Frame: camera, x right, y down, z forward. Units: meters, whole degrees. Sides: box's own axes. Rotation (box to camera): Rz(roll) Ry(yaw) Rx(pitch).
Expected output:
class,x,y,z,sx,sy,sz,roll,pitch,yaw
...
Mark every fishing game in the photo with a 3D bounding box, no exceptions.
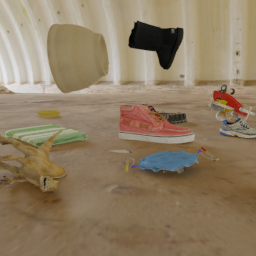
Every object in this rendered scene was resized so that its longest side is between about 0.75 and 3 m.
class,x,y,z,sx,sy,sz,roll,pitch,yaw
fishing game,0.878,0.748,6.012,1.900,0.295,1.360,-8,9,-2

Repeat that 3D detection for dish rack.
class,x,y,z,sx,sy,sz,roll,pitch,yaw
dish rack,1.818,-0.518,13.471,1.721,0.470,1.320,6,9,44

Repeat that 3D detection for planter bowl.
class,x,y,z,sx,sy,sz,roll,pitch,yaw
planter bowl,-1.903,-2.992,11.831,1.943,2.887,2.887,-5,8,7

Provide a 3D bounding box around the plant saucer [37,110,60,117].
class,x,y,z,sx,sy,sz,roll,pitch,yaw
plant saucer,-4.472,-0.808,15.708,1.203,0.292,1.203,-4,9,-22

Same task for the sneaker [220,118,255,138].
class,x,y,z,sx,sy,sz,roll,pitch,yaw
sneaker,3.883,-0.006,9.571,1.476,0.629,0.569,6,11,31

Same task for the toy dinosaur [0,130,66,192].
class,x,y,z,sx,sy,sz,roll,pitch,yaw
toy dinosaur,-1.959,0.678,5.644,1.443,0.830,2.853,13,13,-17

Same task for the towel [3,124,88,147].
class,x,y,z,sx,sy,sz,roll,pitch,yaw
towel,-2.767,0.234,9.247,2.473,0.289,1.886,10,14,44

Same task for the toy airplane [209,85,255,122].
class,x,y,z,sx,sy,sz,roll,pitch,yaw
toy airplane,4.890,-0.879,13.399,2.156,1.521,2.146,36,26,3

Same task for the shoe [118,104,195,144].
class,x,y,z,sx,sy,sz,roll,pitch,yaw
shoe,0.857,-0.184,8.994,2.528,1.150,0.903,4,10,22

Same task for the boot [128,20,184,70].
class,x,y,z,sx,sy,sz,roll,pitch,yaw
boot,1.101,-3.728,12.723,2.220,1.009,2.642,7,-21,-5
